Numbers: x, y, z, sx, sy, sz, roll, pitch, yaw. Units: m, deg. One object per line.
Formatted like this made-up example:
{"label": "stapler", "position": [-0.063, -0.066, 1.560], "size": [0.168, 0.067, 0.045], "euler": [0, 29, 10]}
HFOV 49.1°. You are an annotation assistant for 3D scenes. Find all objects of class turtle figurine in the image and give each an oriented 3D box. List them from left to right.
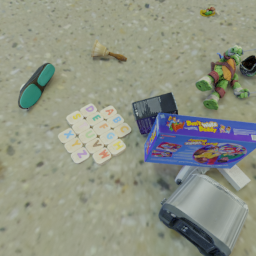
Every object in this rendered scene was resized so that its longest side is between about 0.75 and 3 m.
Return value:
{"label": "turtle figurine", "position": [4.032, -1.949, 10.551], "size": [2.729, 1.964, 2.646], "euler": [37, 68, 25]}

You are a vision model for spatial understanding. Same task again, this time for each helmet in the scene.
{"label": "helmet", "position": [5.052, -2.512, 11.579], "size": [0.830, 0.791, 0.830], "euler": [35, 33, -27]}

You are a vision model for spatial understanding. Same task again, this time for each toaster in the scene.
{"label": "toaster", "position": [2.244, 2.497, 7.963], "size": [2.517, 1.430, 1.626], "euler": [34, 61, 17]}

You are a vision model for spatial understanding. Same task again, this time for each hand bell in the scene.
{"label": "hand bell", "position": [-0.767, -3.252, 12.258], "size": [1.529, 0.796, 0.796], "euler": [18, 58, -4]}

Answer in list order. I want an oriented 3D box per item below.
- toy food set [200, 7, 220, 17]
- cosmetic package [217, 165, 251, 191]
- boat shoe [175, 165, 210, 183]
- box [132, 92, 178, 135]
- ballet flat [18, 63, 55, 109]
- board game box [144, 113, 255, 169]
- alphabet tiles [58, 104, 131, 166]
{"label": "toy food set", "position": [4.111, -5.916, 14.073], "size": [0.955, 0.312, 0.562], "euler": [-10, 58, -7]}
{"label": "cosmetic package", "position": [3.407, 1.449, 9.296], "size": [0.501, 0.307, 1.214], "euler": [-26, 61, -22]}
{"label": "boat shoe", "position": [2.396, 1.168, 9.290], "size": [0.717, 0.753, 2.093], "euler": [41, 62, 13]}
{"label": "box", "position": [0.968, -0.483, 9.648], "size": [1.456, 1.077, 0.759], "euler": [-15, 59, 6]}
{"label": "ballet flat", "position": [-3.729, -1.676, 11.140], "size": [0.827, 0.827, 2.263], "euler": [22, 66, 13]}
{"label": "board game box", "position": [2.020, 0.457, 8.085], "size": [2.803, 1.884, 0.627], "euler": [6, 59, -7]}
{"label": "alphabet tiles", "position": [-1.205, 0.168, 10.213], "size": [2.395, 0.179, 2.449], "euler": [-30, 61, -18]}
